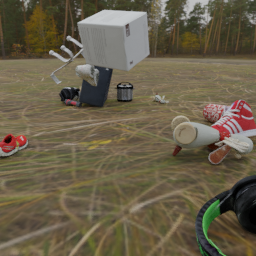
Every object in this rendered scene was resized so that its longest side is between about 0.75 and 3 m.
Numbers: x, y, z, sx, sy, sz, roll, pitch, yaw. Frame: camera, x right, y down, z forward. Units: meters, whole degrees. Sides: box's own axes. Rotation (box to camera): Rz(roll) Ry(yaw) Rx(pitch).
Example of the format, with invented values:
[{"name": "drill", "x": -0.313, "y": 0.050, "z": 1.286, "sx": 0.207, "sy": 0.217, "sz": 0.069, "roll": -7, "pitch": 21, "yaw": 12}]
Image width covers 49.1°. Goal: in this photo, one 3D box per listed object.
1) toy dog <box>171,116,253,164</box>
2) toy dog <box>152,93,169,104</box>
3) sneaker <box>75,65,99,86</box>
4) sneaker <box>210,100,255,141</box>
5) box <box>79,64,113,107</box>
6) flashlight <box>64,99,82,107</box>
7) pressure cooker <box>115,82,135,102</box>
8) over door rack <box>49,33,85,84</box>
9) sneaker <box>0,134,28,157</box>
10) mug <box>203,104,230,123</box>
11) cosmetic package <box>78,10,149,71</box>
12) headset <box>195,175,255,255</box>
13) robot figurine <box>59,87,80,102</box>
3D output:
[{"name": "toy dog", "x": 2.123, "y": 0.492, "z": 7.724, "sx": 2.274, "sy": 1.095, "sz": 1.499, "roll": 23, "pitch": 18, "yaw": 23}, {"name": "toy dog", "x": 1.653, "y": -1.580, "z": 14.628, "sx": 0.624, "sy": 0.456, "sz": 0.946, "roll": -16, "pitch": 24, "yaw": -40}, {"name": "sneaker", "x": -1.710, "y": -2.238, "z": 11.641, "sx": 0.827, "sy": 0.648, "sz": 1.664, "roll": 7, "pitch": -13, "yaw": 9}, {"name": "sneaker", "x": 3.052, "y": -0.210, "z": 8.759, "sx": 2.240, "sy": 1.260, "sz": 0.798, "roll": -5, "pitch": -8, "yaw": -26}, {"name": "box", "x": -1.543, "y": -2.354, "z": 14.148, "sx": 1.263, "sy": 2.037, "sz": 2.003, "roll": 13, "pitch": 17, "yaw": -4}, {"name": "flashlight", "x": -2.703, "y": -1.206, "z": 13.768, "sx": 0.925, "sy": 0.313, "sz": 0.314, "roll": 16, "pitch": 10, "yaw": 29}, {"name": "pressure cooker", "x": -0.157, "y": -1.954, "z": 14.916, "sx": 0.876, "sy": 0.997, "sz": 0.890, "roll": -15, "pitch": 23, "yaw": -40}, {"name": "over door rack", "x": -2.221, "y": -3.179, "z": 11.490, "sx": 2.160, "sy": 0.974, "sz": 2.924, "roll": -48, "pitch": 10, "yaw": -25}, {"name": "sneaker", "x": -3.383, "y": 0.408, "z": 8.275, "sx": 0.486, "sy": 0.536, "sz": 1.262, "roll": 3, "pitch": 18, "yaw": 8}, {"name": "mug", "x": 3.598, "y": -0.412, "z": 10.824, "sx": 0.836, "sy": 1.112, "sz": 1.253, "roll": -42, "pitch": 23, "yaw": -7}, {"name": "cosmetic package", "x": -0.343, "y": -2.383, "z": 7.521, "sx": 1.442, "sy": 1.189, "sz": 1.190, "roll": 17, "pitch": 43, "yaw": 29}, {"name": "headset", "x": 2.415, "y": 1.244, "z": 4.331, "sx": 2.873, "sy": 1.350, "sz": 1.774, "roll": -18, "pitch": 23, "yaw": -16}, {"name": "robot figurine", "x": -2.990, "y": -1.704, "z": 14.454, "sx": 0.924, "sy": 0.767, "sz": 1.230, "roll": 10, "pitch": 13, "yaw": 22}]
